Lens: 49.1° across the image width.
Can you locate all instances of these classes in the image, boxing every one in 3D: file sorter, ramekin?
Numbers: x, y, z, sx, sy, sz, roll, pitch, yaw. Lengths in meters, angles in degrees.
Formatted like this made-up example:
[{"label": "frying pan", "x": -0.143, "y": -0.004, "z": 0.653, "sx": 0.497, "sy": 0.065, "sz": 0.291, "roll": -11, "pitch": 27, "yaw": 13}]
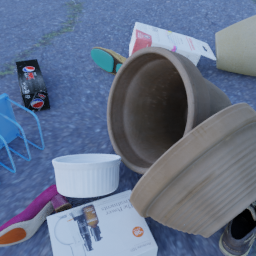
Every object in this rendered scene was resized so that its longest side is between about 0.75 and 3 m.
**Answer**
[{"label": "file sorter", "x": -3.265, "y": 0.447, "z": 6.816, "sx": 1.291, "sy": 1.460, "sz": 2.104, "roll": 26, "pitch": 47, "yaw": 21}, {"label": "ramekin", "x": -0.883, "y": 1.007, "z": 6.151, "sx": 1.481, "sy": 0.722, "sz": 1.481, "roll": -1, "pitch": 2, "yaw": 0}]

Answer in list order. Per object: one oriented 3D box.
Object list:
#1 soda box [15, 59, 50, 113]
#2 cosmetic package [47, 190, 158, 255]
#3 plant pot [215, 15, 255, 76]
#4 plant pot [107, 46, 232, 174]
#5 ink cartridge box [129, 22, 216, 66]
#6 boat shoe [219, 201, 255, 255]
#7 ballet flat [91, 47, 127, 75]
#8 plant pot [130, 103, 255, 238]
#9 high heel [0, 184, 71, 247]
[{"label": "soda box", "x": -3.261, "y": -1.491, "z": 9.515, "sx": 0.818, "sy": 0.732, "sz": 2.313, "roll": -12, "pitch": 43, "yaw": -18}, {"label": "cosmetic package", "x": -0.544, "y": 2.149, "z": 5.548, "sx": 1.858, "sy": 0.480, "sz": 1.401, "roll": -15, "pitch": 46, "yaw": -15}, {"label": "plant pot", "x": 4.649, "y": -2.977, "z": 10.148, "sx": 2.797, "sy": 2.619, "sz": 2.619, "roll": -2, "pitch": 40, "yaw": 17}, {"label": "plant pot", "x": 1.223, "y": -0.350, "z": 6.942, "sx": 2.475, "sy": 2.838, "sz": 2.838, "roll": 1, "pitch": 33, "yaw": -40}, {"label": "ink cartridge box", "x": 1.598, "y": -2.863, "z": 10.524, "sx": 2.997, "sy": 1.012, "sz": 1.746, "roll": 12, "pitch": 38, "yaw": -8}, {"label": "boat shoe", "x": 2.505, "y": 1.829, "z": 5.772, "sx": 0.699, "sy": 0.688, "sz": 1.876, "roll": 23, "pitch": 46, "yaw": 24}, {"label": "ballet flat", "x": -0.333, "y": -2.388, "z": 10.592, "sx": 2.460, "sy": 0.844, "sz": 0.775, "roll": 36, "pitch": 43, "yaw": 22}, {"label": "plant pot", "x": 1.572, "y": 1.022, "z": 5.204, "sx": 2.907, "sy": 2.907, "sz": 1.342, "roll": -27, "pitch": 64, "yaw": -27}, {"label": "high heel", "x": -2.116, "y": 1.828, "z": 5.972, "sx": 1.721, "sy": 0.580, "sz": 0.827, "roll": -20, "pitch": 35, "yaw": -28}]
